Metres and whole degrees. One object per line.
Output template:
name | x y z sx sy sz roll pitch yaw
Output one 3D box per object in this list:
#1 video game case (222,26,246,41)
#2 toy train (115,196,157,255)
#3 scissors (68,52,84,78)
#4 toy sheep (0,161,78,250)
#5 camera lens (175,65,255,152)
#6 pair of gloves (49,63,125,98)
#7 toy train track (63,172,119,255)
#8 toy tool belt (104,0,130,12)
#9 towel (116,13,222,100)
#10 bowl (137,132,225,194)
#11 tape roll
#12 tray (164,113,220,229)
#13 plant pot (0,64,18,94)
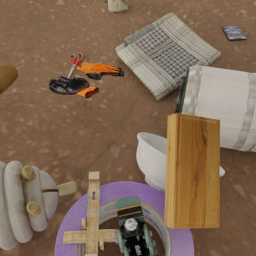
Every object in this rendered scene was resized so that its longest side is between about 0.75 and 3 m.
video game case | 4.540 -4.080 12.034 0.752 0.100 1.053 -3 49 -3
toy train | 0.151 2.155 5.752 0.713 1.674 0.954 -12 44 1
scissors | -1.979 -2.368 10.570 0.580 0.110 1.585 -2 48 -4
toy sheep | -2.561 1.613 6.005 2.969 2.047 2.047 -6 50 -13
camera lens | 2.656 -0.525 7.689 2.644 2.115 2.115 11 51 9
pair of gloves | -1.132 -1.342 7.706 1.686 0.234 1.892 16 41 33
toy train track | -0.726 1.754 5.774 1.162 0.330 2.027 -1 50 -3
toy tool belt | -0.593 -6.523 13.341 1.265 1.245 2.026 -14 51 -11
towel | 1.324 -2.754 10.030 2.855 0.512 2.965 -35 62 -6
bowl | 1.083 1.005 6.836 2.250 1.011 2.250 22 10 -4
tape roll | -0.067 2.543 5.899 2.755 0.904 2.755 0 49 0
tray | 1.266 0.819 5.397 1.028 0.386 2.084 7 80 -23
plant pot | -3.612 -1.437 7.916 0.848 0.848 0.909 25 45 20
